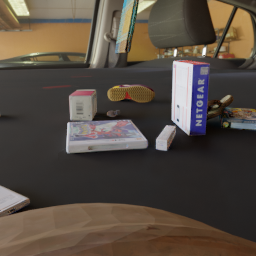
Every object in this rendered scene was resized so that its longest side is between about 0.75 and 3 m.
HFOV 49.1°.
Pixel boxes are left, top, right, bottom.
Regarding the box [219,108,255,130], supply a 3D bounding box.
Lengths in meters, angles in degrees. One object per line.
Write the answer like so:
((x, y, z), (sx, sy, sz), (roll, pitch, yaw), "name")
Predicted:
((4.723, -0.434, 11.908), (1.529, 0.422, 2.238), (4, 16, 14), "box")

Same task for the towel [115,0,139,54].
((0.022, -2.904, 7.314), (0.205, 1.893, 1.388), (8, 11, -15), "towel")

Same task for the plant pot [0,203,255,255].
((-0.425, 1.590, 1.557), (2.608, 2.608, 2.275), (-7, 0, -23), "plant pot")

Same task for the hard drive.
((-2.708, 1.456, 5.593), (1.252, 0.159, 0.826), (10, 19, 33), "hard drive")

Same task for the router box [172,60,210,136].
((2.338, -1.242, 10.847), (0.629, 2.577, 2.313), (-3, 17, -7), "router box")

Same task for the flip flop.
((3.697, -0.938, 12.053), (2.444, 0.703, 0.991), (-35, 7, -33), "flip flop")

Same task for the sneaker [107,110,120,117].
((-0.730, -0.666, 13.163), (0.338, 0.308, 0.823), (-8, 2, 38), "sneaker")

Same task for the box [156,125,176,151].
((1.301, 0.300, 9.414), (0.368, 0.344, 1.778), (5, 16, 16), "box")

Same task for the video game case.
((-0.853, 0.203, 9.824), (2.514, 0.317, 2.759), (-3, 16, -11), "video game case")

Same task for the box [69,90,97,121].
((-2.033, -1.088, 12.920), (0.972, 1.141, 1.784), (0, 15, 1), "box")

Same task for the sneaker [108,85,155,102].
((0.286, -2.230, 17.140), (2.918, 1.093, 1.314), (5, 23, 16), "sneaker")
